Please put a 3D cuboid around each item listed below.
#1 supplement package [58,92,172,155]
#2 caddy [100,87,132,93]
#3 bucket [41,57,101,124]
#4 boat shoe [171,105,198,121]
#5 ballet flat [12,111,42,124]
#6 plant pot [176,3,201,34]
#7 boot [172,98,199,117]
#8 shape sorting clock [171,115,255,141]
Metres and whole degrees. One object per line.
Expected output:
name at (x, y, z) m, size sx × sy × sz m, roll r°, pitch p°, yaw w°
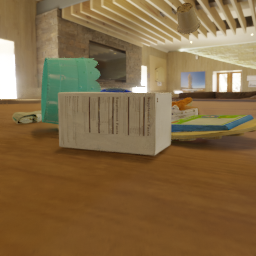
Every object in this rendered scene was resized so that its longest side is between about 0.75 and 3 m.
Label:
supplement package at (-0.246, -0.169, 5.789) m, size 2.081 × 1.140 × 1.184 m, roll 3°, pitch 8°, yaw 24°
caddy at (-0.416, -0.677, 9.020) m, size 2.406 × 1.263 × 1.701 m, roll 2°, pitch 5°, yaw 5°
bucket at (-1.800, -1.072, 8.431) m, size 1.451 × 2.230 × 2.230 m, roll 3°, pitch 6°, yaw -21°
boat shoe at (1.726, -0.531, 10.505) m, size 1.892 × 0.656 × 0.670 m, roll -2°, pitch 8°, yaw -13°
ballet flat at (-3.572, -0.362, 10.424) m, size 0.486 × 0.486 × 1.399 m, roll 7°, pitch 12°, yaw 44°
plant pot at (2.231, -4.200, 10.616) m, size 0.930 × 0.930 × 0.851 m, roll 4°, pitch -31°, yaw 26°
boot at (1.950, -0.951, 12.438) m, size 1.850 × 0.909 × 2.585 m, roll 6°, pitch 14°, yaw -3°
shape sorting clock at (1.937, 0.021, 6.846) m, size 2.497 × 0.490 × 2.497 m, roll -5°, pitch 9°, yaw 1°
